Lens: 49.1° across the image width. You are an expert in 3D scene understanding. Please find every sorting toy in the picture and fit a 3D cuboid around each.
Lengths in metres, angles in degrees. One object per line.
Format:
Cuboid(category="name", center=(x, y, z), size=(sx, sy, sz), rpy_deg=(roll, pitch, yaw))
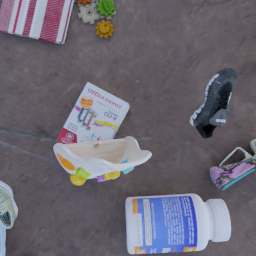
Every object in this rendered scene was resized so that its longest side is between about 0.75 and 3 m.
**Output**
Cuboid(category="sorting toy", center=(-0.451, 0.774, 6.745), size=(2.118, 1.906, 1.131), rpy_deg=(-5, 85, -31))

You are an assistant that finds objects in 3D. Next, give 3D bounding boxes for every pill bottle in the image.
Cuboid(category="pill bottle", center=(1.403, 2.796, 8.286), size=(2.902, 1.626, 1.626), rpy_deg=(-3, 89, 0))

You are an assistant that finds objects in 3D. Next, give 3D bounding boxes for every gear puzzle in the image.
Cuboid(category="gear puzzle", center=(-1.084, -4.049, 9.039), size=(1.265, 0.320, 2.442), rpy_deg=(-16, 89, 0))

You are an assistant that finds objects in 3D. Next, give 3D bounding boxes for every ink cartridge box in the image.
Cuboid(category="ink cartridge box", center=(-0.975, -0.181, 8.449), size=(1.387, 1.381, 1.909), rpy_deg=(28, 89, 0))

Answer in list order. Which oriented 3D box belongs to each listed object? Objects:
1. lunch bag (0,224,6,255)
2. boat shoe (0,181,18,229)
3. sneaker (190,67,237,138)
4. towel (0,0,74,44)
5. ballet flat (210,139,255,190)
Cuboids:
Cuboid(category="lunch bag", center=(-4.672, 3.620, 8.429), size=(2.135, 1.357, 1.811), rpy_deg=(-1, 87, 10))
Cuboid(category="boat shoe", center=(-3.277, 2.011, 7.332), size=(0.605, 0.521, 1.680), rpy_deg=(-12, 132, -6))
Cuboid(category="sneaker", center=(2.386, -0.543, 7.461), size=(0.714, 2.149, 0.972), rpy_deg=(2, 45, -18))
Cuboid(category="towel", center=(-2.983, -3.693, 9.065), size=(2.236, 0.254, 1.611), rpy_deg=(12, 89, 1))
Cuboid(category="ballet flat", center=(3.838, 0.961, 8.747), size=(2.768, 0.957, 0.985), rpy_deg=(-25, 69, 0))
